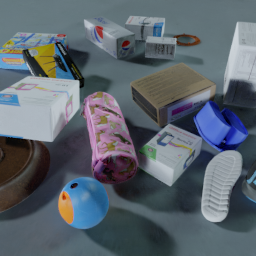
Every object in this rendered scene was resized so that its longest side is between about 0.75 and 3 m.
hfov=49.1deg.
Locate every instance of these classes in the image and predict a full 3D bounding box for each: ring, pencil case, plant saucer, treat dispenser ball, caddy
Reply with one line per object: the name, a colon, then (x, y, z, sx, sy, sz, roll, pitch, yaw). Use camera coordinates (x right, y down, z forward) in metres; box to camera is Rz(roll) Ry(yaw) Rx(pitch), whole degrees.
ring: (2.694, -4.111, 12.958, 1.302, 0.125, 1.302, 0, 39, 0)
pencil case: (-0.525, 0.175, 7.007, 1.124, 1.075, 2.597, -12, 42, -8)
plant saucer: (-3.296, 0.832, 6.691, 2.761, 0.476, 2.761, 0, 38, 0)
treat dispenser ball: (-0.864, 1.467, 5.528, 0.985, 0.985, 0.985, 0, 39, 0)
caddy: (2.347, 0.025, 7.295, 1.130, 0.839, 1.598, 25, 29, -16)

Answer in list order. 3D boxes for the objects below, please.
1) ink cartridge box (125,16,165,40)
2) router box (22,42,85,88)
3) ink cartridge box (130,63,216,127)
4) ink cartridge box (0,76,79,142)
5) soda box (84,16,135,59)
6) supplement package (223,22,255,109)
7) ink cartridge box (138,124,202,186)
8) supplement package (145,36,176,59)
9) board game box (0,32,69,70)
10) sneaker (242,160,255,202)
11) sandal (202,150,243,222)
ink cartridge box: (0.804, -4.677, 13.165, 1.722, 0.740, 1.261, 8, 40, 8)
router box: (-2.573, -2.028, 9.647, 1.446, 0.495, 1.938, -23, 66, -25)
ink cartridge box: (1.352, -1.094, 8.645, 2.036, 0.765, 1.677, -23, 45, -17)
ink cartridge box: (-2.432, -0.638, 7.664, 1.664, 0.974, 2.302, 6, 24, 5)
soda box: (-0.852, -4.019, 12.226, 0.960, 0.892, 2.812, -23, 45, -25)
supplement package: (4.570, -1.876, 8.719, 2.694, 2.029, 2.044, 11, 41, 13)
ink cartridge box: (1.033, 0.601, 6.853, 0.995, 0.599, 1.369, 27, 45, 30)
supplement package: (1.350, -3.304, 11.542, 1.210, 0.663, 0.688, 7, 40, 8)
board game box: (-3.811, -3.150, 11.382, 2.224, 0.621, 2.177, 4, 39, 4)
sneaker: (3.744, 0.667, 6.350, 2.775, 1.137, 1.016, -29, 47, -31)
sandal: (2.047, 1.263, 6.220, 0.742, 0.448, 1.824, 9, 51, 34)
